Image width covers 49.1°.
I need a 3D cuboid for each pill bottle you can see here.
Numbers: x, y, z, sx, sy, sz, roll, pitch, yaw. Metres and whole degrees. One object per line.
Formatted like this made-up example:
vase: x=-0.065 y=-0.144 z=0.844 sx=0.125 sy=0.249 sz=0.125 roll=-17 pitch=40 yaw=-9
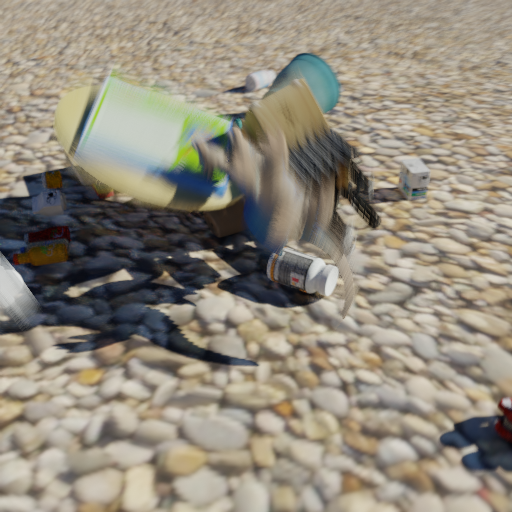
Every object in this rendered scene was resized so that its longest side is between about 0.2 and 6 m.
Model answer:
pill bottle: x=0.139 y=-5.632 z=17.961 sx=0.536 sy=0.536 sz=0.986 roll=27 pitch=41 yaw=34
pill bottle: x=0.758 y=0.261 z=9.157 sx=1.056 sy=0.615 sz=0.615 roll=19 pitch=38 yaw=26

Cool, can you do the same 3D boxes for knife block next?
knife block: x=0.986 y=-1.531 z=10.485 sx=1.123 sy=3.083 sz=3.511 roll=-29 pitch=5 yaw=-4

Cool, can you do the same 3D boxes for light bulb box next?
light bulb box: x=3.339 y=-1.625 z=11.900 sx=0.418 sy=0.669 sz=0.664 roll=-6 pitch=34 yaw=-7

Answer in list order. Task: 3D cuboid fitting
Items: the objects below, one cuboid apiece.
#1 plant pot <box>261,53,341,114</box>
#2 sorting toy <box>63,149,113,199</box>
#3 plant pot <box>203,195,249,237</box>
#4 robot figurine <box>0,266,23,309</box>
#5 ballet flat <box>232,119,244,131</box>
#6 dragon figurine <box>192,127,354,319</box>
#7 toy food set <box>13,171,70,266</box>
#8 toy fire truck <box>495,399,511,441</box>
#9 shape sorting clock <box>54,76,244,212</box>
plant pot: x=1.087 y=-4.246 z=15.029 sx=1.753 sy=1.753 sz=1.647 roll=26 pitch=57 yaw=33
sorting toy: x=-3.131 y=-1.962 z=12.433 sx=1.807 sy=0.629 sz=1.796 roll=-17 pitch=37 yaw=-23
plant pot: x=-0.484 y=-0.805 z=10.519 sx=0.877 sy=1.005 sz=1.005 roll=-30 pitch=42 yaw=-16
robot figurine: x=-3.588 y=0.449 z=7.918 sx=0.395 sy=0.594 sz=0.700 roll=3 pitch=26 yaw=13
ballet flat: x=-0.168 y=-2.591 z=13.407 sx=0.792 sy=0.742 sz=2.188 roll=15 pitch=32 yaw=-15
dragon figurine: x=0.389 y=-0.724 z=8.408 sx=1.056 sy=1.784 sz=3.588 roll=-40 pitch=84 yaw=-7
toy food set: x=-3.858 y=-0.596 z=10.046 sx=0.852 sy=0.904 sz=1.893 roll=-8 pitch=66 yaw=-12
toy fire truck: x=3.364 y=2.054 z=6.726 sx=0.721 sy=0.481 sz=0.859 roll=6 pitch=26 yaw=-36
shape sorting clock: x=-1.735 y=-1.990 z=9.990 sx=3.581 sy=0.703 sz=3.581 roll=17 pitch=42 yaw=-15
